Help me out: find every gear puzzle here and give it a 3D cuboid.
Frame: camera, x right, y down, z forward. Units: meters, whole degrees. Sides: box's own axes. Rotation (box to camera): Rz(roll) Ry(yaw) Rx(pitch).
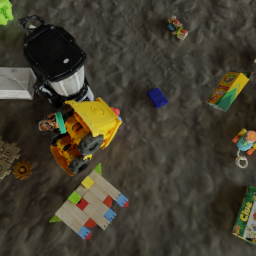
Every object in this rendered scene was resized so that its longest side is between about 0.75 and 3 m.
[{"bbox_3d":[-4.868,1.124,10.622,2.830,0.371,1.466,21,67,5],"label":"gear puzzle"}]

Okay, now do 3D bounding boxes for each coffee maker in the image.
[{"bbox_3d":[-2.535,-2.234,10.547,1.998,2.967,2.849,-17,70,-8],"label":"coffee maker"}]

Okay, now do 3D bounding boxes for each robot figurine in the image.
[{"bbox_3d":[-6.210,-5.563,12.946,1.887,1.092,1.656,36,72,13],"label":"robot figurine"}]

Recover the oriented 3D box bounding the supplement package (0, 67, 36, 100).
[{"bbox_3d":[-4.657,-1.834,11.564,1.404,0.778,1.094,1,68,-1],"label":"supplement package"}]

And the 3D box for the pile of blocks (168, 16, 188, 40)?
[{"bbox_3d":[2.232,-4.693,12.943,0.559,0.423,1.363,-31,70,-12],"label":"pile of blocks"}]

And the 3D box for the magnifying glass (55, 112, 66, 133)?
[{"bbox_3d":[-2.023,-0.133,8.270,0.171,1.531,0.609,-17,93,-15],"label":"magnifying glass"}]

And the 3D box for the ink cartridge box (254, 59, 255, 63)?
[{"bbox_3d":[6.132,-3.060,12.288,0.918,0.383,0.666,-38,73,-14],"label":"ink cartridge box"}]

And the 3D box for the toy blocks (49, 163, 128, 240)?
[{"bbox_3d":[-1.174,2.737,9.595,1.722,1.259,2.519,41,72,3],"label":"toy blocks"}]

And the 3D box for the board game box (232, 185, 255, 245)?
[{"bbox_3d":[4.421,3.058,9.872,0.965,0.216,1.841,24,69,11],"label":"board game box"}]

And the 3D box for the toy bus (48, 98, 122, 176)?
[{"bbox_3d":[-1.356,0.177,10.225,1.764,2.599,2.495,47,40,19],"label":"toy bus"}]

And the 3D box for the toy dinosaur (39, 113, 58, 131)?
[{"bbox_3d":[-2.777,-0.230,10.737,1.536,1.042,0.784,-6,78,42],"label":"toy dinosaur"}]

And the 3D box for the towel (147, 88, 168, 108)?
[{"bbox_3d":[1.215,-1.244,11.660,0.609,0.204,0.825,-25,69,-17],"label":"towel"}]

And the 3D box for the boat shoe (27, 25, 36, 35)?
[{"bbox_3d":[-4.202,-3.958,12.722,0.465,0.539,1.483,-36,72,32],"label":"boat shoe"}]

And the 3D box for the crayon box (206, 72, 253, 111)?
[{"bbox_3d":[3.347,-1.326,9.319,0.384,0.961,1.513,34,95,-12],"label":"crayon box"}]

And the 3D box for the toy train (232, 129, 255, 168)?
[{"bbox_3d":[5.272,0.697,10.585,2.432,0.676,1.827,-5,67,-2],"label":"toy train"}]
